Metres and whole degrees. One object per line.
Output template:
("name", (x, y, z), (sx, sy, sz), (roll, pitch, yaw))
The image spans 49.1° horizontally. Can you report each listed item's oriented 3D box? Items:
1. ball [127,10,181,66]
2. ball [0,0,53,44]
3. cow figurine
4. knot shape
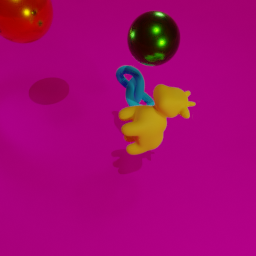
("ball", (0.437, -1.517, 4.784), (0.906, 0.906, 0.906), (0, 45, 0))
("ball", (-2.326, -2.544, 6.029), (1.395, 1.395, 1.395), (0, 45, 0))
("cow figurine", (0.499, -0.131, 4.878), (1.272, 1.293, 0.710), (-12, 48, 1))
("knot shape", (0.206, -0.818, 6.583), (0.568, 1.230, 1.151), (-25, 63, 5))
